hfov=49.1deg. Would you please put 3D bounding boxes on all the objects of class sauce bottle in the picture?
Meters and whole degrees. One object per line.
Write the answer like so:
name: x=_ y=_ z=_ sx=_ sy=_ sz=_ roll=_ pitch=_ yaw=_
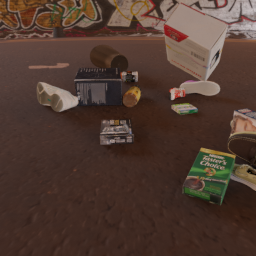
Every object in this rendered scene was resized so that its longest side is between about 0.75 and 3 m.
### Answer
sauce bottle: x=0.270 y=-1.768 z=14.715 sx=0.773 sy=0.773 sz=2.342 roll=3 pitch=24 yaw=8

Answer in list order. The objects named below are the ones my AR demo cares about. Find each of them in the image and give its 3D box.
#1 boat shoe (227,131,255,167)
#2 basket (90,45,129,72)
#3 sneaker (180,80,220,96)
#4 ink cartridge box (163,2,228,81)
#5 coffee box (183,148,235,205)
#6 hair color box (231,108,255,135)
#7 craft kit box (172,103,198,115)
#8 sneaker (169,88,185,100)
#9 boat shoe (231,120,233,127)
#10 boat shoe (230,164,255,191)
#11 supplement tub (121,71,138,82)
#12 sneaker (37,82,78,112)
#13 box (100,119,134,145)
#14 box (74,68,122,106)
boat shoe: x=4.227 y=0.847 z=8.268 sx=2.837 sy=1.038 sz=0.919 roll=19 pitch=25 yaw=37
basket: x=-1.241 y=-5.077 z=21.154 sx=2.437 sy=1.838 sz=2.703 roll=5 pitch=22 yaw=-34
sneaker: x=4.209 y=-2.456 z=16.275 sx=2.227 sy=0.807 sz=1.270 roll=8 pitch=21 yaw=18
ink cartridge box: x=2.508 y=-3.164 z=10.714 sx=1.949 sy=1.107 sz=2.674 roll=34 pitch=-5 yaw=17
coffee box: x=2.261 y=1.261 z=7.722 sx=1.047 sy=0.374 sz=1.703 roll=13 pitch=39 yaw=28
hair color box: x=4.601 y=0.219 z=9.580 sx=0.688 sy=1.137 sz=2.273 roll=-9 pitch=24 yaw=-21
craft kit box: x=2.708 y=-0.928 z=13.445 sx=0.932 sy=0.226 sz=0.921 roll=-7 pitch=27 yaw=-16
sneaker: x=2.690 y=-1.873 z=15.236 sx=0.816 sy=0.508 sz=1.523 roll=3 pitch=21 yaw=14
boat shoe: x=5.061 y=-0.177 z=11.139 sx=1.812 sy=0.676 sz=0.564 roll=5 pitch=29 yaw=25
boat shoe: x=3.366 y=1.287 z=7.926 sx=0.569 sy=0.490 sz=1.580 roll=-16 pitch=28 yaw=-33
supplement tub: x=0.055 y=-3.403 z=18.557 sx=1.137 sy=0.697 sz=0.697 roll=-1 pitch=23 yaw=-4
sneaker: x=-3.628 y=-1.554 z=14.092 sx=1.188 sy=1.043 sz=2.965 roll=-11 pitch=30 yaw=-43
box: x=-0.431 y=0.119 z=10.759 sx=1.221 sy=0.385 sz=1.548 roll=-1 pitch=24 yaw=-2
box: x=-1.503 y=-2.232 z=14.796 sx=2.307 sy=1.454 sz=2.346 roll=-2 pitch=26 yaw=-2
